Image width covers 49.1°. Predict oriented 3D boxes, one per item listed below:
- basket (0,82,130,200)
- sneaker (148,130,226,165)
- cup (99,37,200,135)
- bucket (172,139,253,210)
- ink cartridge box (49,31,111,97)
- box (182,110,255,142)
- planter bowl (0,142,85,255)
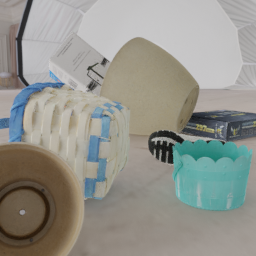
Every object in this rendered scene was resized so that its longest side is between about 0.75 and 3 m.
[{"bbox_3d":[-1.286,0.172,4.221,2.483,1.727,2.189,11,11,10],"label":"basket"},{"bbox_3d":[1.335,0.485,5.971,1.928,0.711,0.771,12,2,31],"label":"sneaker"},{"bbox_3d":[0.846,-0.947,8.397,2.124,2.970,2.970,26,21,23],"label":"cup"},{"bbox_3d":[1.247,0.666,4.265,1.204,0.783,1.204,1,10,0],"label":"bucket"},{"bbox_3d":[-1.120,-1.526,9.514,2.944,1.241,2.149,37,-12,-11],"label":"ink cartridge box"},{"bbox_3d":[3.190,-0.157,9.163,2.497,0.637,1.969,-7,14,-33],"label":"box"},{"bbox_3d":[-1.086,0.828,2.773,1.219,1.219,0.821,-3,-17,-16],"label":"planter bowl"}]
